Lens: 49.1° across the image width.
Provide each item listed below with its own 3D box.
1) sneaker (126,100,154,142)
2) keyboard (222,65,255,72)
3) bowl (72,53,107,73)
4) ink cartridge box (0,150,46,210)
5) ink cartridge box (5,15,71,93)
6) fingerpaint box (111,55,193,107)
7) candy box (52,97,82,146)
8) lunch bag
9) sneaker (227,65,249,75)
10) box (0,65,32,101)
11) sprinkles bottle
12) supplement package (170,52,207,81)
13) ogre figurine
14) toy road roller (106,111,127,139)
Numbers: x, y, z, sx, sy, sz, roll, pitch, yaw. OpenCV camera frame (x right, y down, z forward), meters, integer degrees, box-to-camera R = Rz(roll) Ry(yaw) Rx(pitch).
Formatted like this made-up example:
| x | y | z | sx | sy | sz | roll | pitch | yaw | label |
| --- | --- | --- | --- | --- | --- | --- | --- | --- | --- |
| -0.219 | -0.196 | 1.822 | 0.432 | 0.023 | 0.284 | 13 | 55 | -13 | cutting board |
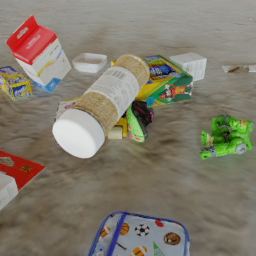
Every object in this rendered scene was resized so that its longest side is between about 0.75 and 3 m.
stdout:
| x | y | z | sx | sy | sz | roll | pitch | yaw | label |
| --- | --- | --- | --- | --- | --- | --- | --- | --- | --- |
| 0.345 | -0.308 | 7.483 | 0.758 | 0.694 | 1.810 | -5 | 35 | -1 | sneaker |
| 4.756 | -2.383 | 11.243 | 1.882 | 0.100 | 0.530 | -1 | 33 | -2 | keyboard |
| -1.499 | -2.593 | 11.246 | 1.207 | 0.451 | 1.205 | 8 | 34 | 14 | bowl |
| -3.099 | 0.913 | 5.811 | 2.080 | 0.453 | 1.805 | 15 | 37 | 21 | ink cartridge box |
| -2.710 | -2.248 | 8.788 | 0.724 | 2.152 | 1.250 | 29 | 72 | 19 | ink cartridge box |
| 0.709 | -1.653 | 9.407 | 1.948 | 0.857 | 2.335 | -12 | 35 | -17 | fingerpaint box |
| -1.336 | -0.274 | 7.456 | 1.086 | 0.486 | 1.592 | -12 | 33 | 0 | candy box |
| 0.039 | 2.052 | 3.822 | 1.505 | 0.709 | 1.878 | 8 | 33 | 15 | lunch bag |
| 4.258 | -2.251 | 10.823 | 0.867 | 0.327 | 0.305 | -6 | 33 | -11 | sneaker |
| -3.953 | -1.571 | 9.529 | 0.641 | 0.588 | 1.830 | -23 | 39 | -31 | box |
| -0.470 | -0.645 | 6.494 | 1.012 | 1.012 | 2.965 | 14 | 45 | 21 | sprinkles bottle |
| 2.169 | -2.214 | 10.317 | 1.070 | 0.806 | 0.812 | -17 | 37 | -24 | supplement package |
| 2.405 | 0.176 | 6.705 | 0.994 | 0.814 | 1.659 | 0 | 13 | 34 | ogre figurine |
| -0.312 | -0.106 | 7.414 | 0.571 | 0.679 | 0.929 | 1 | 70 | 1 | toy road roller |
